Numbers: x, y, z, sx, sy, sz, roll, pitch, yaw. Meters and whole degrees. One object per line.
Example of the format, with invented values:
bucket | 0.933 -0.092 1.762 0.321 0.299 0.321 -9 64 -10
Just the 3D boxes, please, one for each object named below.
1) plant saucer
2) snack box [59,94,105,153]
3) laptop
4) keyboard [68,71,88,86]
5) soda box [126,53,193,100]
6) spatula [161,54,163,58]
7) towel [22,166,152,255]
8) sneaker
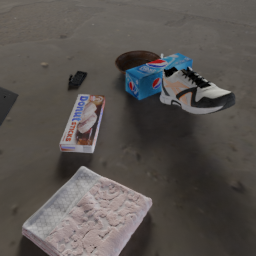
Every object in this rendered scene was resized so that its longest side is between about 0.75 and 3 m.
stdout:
plant saucer | 0.435 -2.557 11.395 1.946 0.356 1.946 -1 44 1
snack box | -1.314 -0.224 8.567 0.916 0.310 2.548 2 39 3
laptop | -5.139 -0.617 9.242 2.154 1.248 2.016 -23 34 18
keyboard | -2.022 -1.958 10.908 0.625 0.134 1.041 7 38 9
soda box | 1.164 -1.940 10.280 2.546 0.863 0.817 -25 45 -27
spatula | 1.119 -2.980 12.209 0.980 0.113 1.410 3 39 5
towel | -0.826 1.861 5.936 2.007 0.339 2.101 22 44 25
sneaker | 1.894 -1.188 8.411 1.096 1.189 2.973 -17 22 -27
